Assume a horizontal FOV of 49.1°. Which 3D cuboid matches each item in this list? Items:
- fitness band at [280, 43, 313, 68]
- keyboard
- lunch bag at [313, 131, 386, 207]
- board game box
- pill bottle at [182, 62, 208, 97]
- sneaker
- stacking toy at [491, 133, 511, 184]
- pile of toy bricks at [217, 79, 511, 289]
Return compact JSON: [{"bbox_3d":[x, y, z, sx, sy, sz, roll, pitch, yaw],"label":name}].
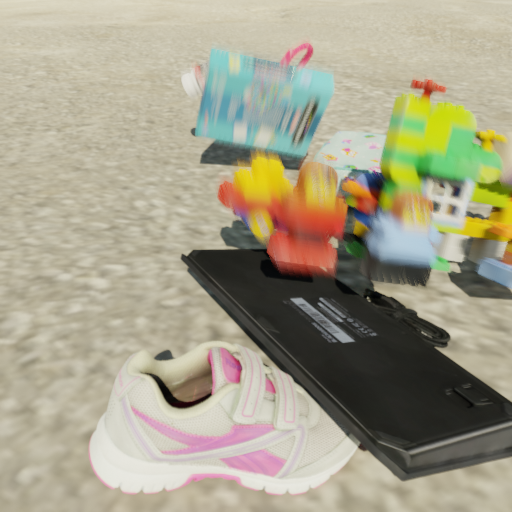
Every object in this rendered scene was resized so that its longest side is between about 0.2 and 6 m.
[{"bbox_3d":[0.694,-3.477,9.975,0.553,0.770,0.144,-17,71,-43],"label":"fitness band"},{"bbox_3d":[1.010,0.887,6.486,2.529,0.540,4.212,-1,25,-32],"label":"keyboard"},{"bbox_3d":[2.130,-1.632,10.712,1.856,0.892,2.315,14,34,17],"label":"lunch bag"},{"bbox_3d":[0.100,-2.740,10.227,2.191,1.654,0.514,9,57,-11],"label":"board game box"},{"bbox_3d":[-0.966,-3.635,11.413,1.010,0.585,0.585,-16,25,21],"label":"pill bottle"},{"bbox_3d":[-0.132,1.423,5.132,2.635,1.162,1.072,2,28,-20],"label":"sneaker"},{"bbox_3d":[3.821,-1.078,7.416,1.489,0.636,0.636,20,29,-10],"label":"stacking toy"},{"bbox_3d":[1.956,-0.972,6.794,4.415,2.179,2.449,8,13,-16],"label":"pile of toy bricks"}]
